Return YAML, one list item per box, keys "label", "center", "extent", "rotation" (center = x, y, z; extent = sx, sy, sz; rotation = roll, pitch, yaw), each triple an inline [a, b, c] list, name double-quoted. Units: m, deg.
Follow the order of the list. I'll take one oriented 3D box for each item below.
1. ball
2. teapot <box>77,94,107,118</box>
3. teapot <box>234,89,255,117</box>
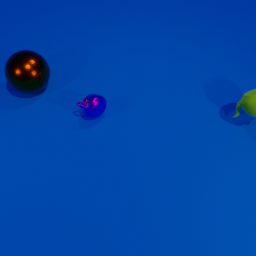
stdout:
- label: "ball"
  center: [-3.051, -1.703, 8.532]
  extent: [1.314, 1.314, 1.314]
  rotation: [0, 51, 0]
- label: "teapot"
  center: [-0.989, -0.678, 8.125]
  extent: [0.590, 0.749, 1.205]
  rotation: [41, 27, 26]
- label: "teapot"
  center: [3.530, -0.639, 7.549]
  extent: [1.562, 0.765, 0.971]
  rotation: [-13, 14, 40]
